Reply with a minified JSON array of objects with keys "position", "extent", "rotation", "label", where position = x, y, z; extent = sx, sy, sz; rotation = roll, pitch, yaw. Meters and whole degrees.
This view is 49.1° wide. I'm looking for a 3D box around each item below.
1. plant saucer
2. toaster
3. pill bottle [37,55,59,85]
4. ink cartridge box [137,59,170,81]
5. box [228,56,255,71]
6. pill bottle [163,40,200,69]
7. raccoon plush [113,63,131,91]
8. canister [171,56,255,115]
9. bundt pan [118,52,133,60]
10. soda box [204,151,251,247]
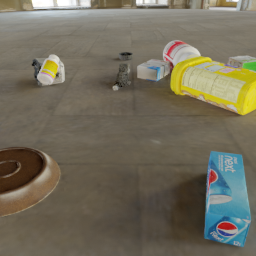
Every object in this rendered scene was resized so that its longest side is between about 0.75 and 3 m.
[{"position":[-2.640,1.002,6.079],"extent":[2.251,0.361,2.251],"rotation":[-1,28,0],"label":"plant saucer"},{"position":[-3.385,-2.428,11.909],"extent":[1.112,0.979,1.722],"rotation":[-9,28,-25],"label":"toaster"},{"position":[-3.022,-2.269,10.792],"extent":[0.591,0.591,1.134],"rotation":[7,62,13],"label":"pill bottle"},{"position":[1.185,-2.639,12.684],"extent":[1.005,0.580,1.376],"rotation":[16,32,28],"label":"ink cartridge box"},{"position":[5.621,-3.078,13.517],"extent":[1.196,0.578,1.055],"rotation":[-11,30,-20],"label":"box"},{"position":[2.564,-3.222,13.024],"extent":[1.306,1.306,2.327],"rotation":[-5,29,-10],"label":"pill bottle"},{"position":[-0.234,-2.131,11.414],"extent":[0.631,0.874,1.304],"rotation":[4,28,8],"label":"raccoon plush"},{"position":[3.300,-1.594,10.045],"extent":[2.125,1.238,2.862],"rotation":[-23,37,-36],"label":"canister"},{"position":[-0.121,-3.944,15.447],"extent":[0.836,0.314,0.836],"rotation":[-1,28,0],"label":"bundt pan"},{"position":[1.852,1.225,5.344],"extent":[0.659,0.624,1.944],"rotation":[8,28,14],"label":"soda box"}]
